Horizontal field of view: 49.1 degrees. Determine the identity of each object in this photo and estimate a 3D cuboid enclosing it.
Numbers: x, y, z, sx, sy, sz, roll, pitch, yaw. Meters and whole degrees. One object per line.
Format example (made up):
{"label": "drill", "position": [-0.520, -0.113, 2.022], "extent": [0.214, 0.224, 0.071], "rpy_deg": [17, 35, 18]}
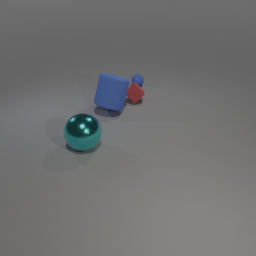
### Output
{"label": "ball", "position": [-1.678, 0.151, 10.402], "extent": [1.400, 1.400, 1.400], "rpy_deg": [0, 30, 0]}
{"label": "cube", "position": [0.345, -1.790, 14.173], "extent": [0.700, 0.700, 0.700], "rpy_deg": [-41, 15, 14]}
{"label": "ball", "position": [0.562, -2.767, 16.229], "extent": [0.700, 0.700, 0.700], "rpy_deg": [0, 30, 0]}
{"label": "cylinder", "position": [-0.758, -1.685, 12.946], "extent": [1.400, 1.400, 1.400], "rpy_deg": [14, 15, -4]}
